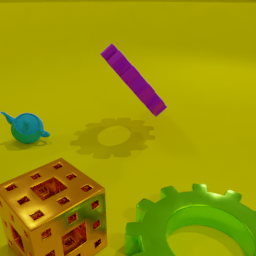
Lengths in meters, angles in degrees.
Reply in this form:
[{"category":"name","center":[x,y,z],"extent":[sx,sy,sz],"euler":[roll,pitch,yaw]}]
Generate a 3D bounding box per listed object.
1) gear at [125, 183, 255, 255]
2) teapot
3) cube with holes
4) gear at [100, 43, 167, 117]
[{"category":"gear","center":[1.021,1.526,3.625],"extent":[2.094,0.387,2.094],"euler":[0,26,0]},{"category":"teapot","center":[-2.317,-0.051,6.351],"extent":[1.163,0.569,0.723],"euler":[25,62,-7]},{"category":"cube with holes","center":[-0.974,1.173,3.657],"extent":[0.988,0.988,0.988],"euler":[-23,35,-39]},{"category":"gear","center":[0.140,-1.118,6.636],"extent":[0.362,1.956,1.956],"euler":[-41,29,7]}]
